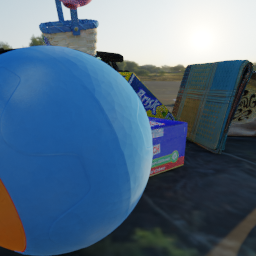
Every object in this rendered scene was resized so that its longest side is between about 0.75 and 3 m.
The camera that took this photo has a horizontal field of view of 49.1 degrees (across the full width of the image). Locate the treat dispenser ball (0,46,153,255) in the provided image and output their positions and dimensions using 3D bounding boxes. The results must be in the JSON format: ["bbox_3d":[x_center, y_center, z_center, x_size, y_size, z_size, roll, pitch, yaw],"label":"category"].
[{"bbox_3d":[-0.666,0.178,2.524,1.775,1.775,1.775,0,11,0],"label":"treat dispenser ball"}]

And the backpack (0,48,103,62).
[{"bbox_3d":[-2.114,-0.822,6.494,2.762,2.117,2.428,6,9,-16],"label":"backpack"}]

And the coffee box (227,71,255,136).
[{"bbox_3d":[3.346,-0.631,6.999,2.778,1.570,1.109,3,12,10],"label":"coffee box"}]

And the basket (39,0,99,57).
[{"bbox_3d":[-2.016,-3.542,9.411,1.905,2.739,2.415,-9,23,-19],"label":"basket"}]

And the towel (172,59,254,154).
[{"bbox_3d":[1.687,-0.602,6.351,0.275,1.857,2.533,16,6,-15],"label":"towel"}]

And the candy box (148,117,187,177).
[{"bbox_3d":[-0.369,0.213,4.719,1.765,0.804,2.088,-8,12,-41],"label":"candy box"}]

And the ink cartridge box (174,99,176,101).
[{"bbox_3d":[2.750,-1.270,13.675,1.053,0.206,0.524,10,15,34],"label":"ink cartridge box"}]

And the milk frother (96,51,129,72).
[{"bbox_3d":[-1.433,-2.191,12.536,2.594,2.489,2.758,-5,11,-26],"label":"milk frother"}]

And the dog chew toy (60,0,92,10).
[{"bbox_3d":[-0.826,-3.085,4.911,1.245,2.000,1.245,10,-3,1],"label":"dog chew toy"}]

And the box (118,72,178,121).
[{"bbox_3d":[0.279,-0.403,5.913,0.655,0.602,1.871,12,-19,44],"label":"box"}]
